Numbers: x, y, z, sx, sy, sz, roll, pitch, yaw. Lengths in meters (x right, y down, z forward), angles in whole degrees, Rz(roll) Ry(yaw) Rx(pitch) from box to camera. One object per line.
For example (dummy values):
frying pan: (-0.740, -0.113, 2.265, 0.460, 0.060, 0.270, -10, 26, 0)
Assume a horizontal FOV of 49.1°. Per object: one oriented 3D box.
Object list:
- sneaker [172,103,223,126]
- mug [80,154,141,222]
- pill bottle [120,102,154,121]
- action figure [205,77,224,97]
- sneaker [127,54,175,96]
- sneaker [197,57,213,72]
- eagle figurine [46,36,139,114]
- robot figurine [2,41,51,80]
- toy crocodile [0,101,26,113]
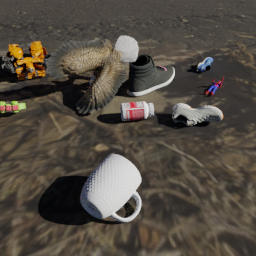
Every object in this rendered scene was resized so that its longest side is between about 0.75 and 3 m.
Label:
sneaker: (2.246, -0.323, 9.223, 1.653, 0.626, 0.760, 6, 45, 20)
mug: (-0.327, 1.539, 6.537, 1.444, 1.066, 1.266, 42, 54, 2)
pill bottle: (0.305, -0.574, 9.430, 1.074, 0.603, 0.603, -5, 38, -5)
action figure: (3.413, -1.709, 10.970, 0.362, 0.549, 1.109, 25, 42, 28)
sneaker: (1.018, -2.330, 11.083, 0.956, 1.341, 2.704, 29, 45, 34)
sneaker: (3.506, -2.757, 12.441, 0.480, 0.423, 1.076, 33, 57, 25)
eagle figurine: (-1.109, -2.115, 10.278, 2.271, 2.259, 2.993, 16, 34, 23)
robot figurine: (-4.372, -3.004, 12.326, 2.152, 0.864, 2.968, -13, 39, -16)
toy crocodile: (-3.980, -0.691, 9.388, 1.041, 0.351, 0.321, -6, 21, -27)
